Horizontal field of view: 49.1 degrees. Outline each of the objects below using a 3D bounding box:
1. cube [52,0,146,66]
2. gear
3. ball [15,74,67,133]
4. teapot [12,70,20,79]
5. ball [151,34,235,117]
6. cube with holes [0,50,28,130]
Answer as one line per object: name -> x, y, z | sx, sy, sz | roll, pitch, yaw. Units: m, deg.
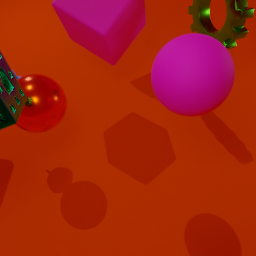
cube -> -0.494, -2.254, 5.562 | 1.230, 1.230, 1.230 | 34, 82, 12
gear -> 1.850, -2.411, 5.790 | 0.297, 1.604, 1.604 | -17, 57, -20
ball -> -1.631, -0.437, 5.025 | 1.053, 1.053, 1.053 | 0, 56, 0
teapot -> -2.244, -0.712, 5.551 | 0.518, 1.057, 0.657 | 30, 48, 17
ball -> 0.897, -0.729, 3.942 | 1.137, 1.137, 1.137 | 0, 56, 0
cube with holes -> -1.733, -0.393, 3.160 | 0.767, 0.767, 0.767 | -21, 29, 1
